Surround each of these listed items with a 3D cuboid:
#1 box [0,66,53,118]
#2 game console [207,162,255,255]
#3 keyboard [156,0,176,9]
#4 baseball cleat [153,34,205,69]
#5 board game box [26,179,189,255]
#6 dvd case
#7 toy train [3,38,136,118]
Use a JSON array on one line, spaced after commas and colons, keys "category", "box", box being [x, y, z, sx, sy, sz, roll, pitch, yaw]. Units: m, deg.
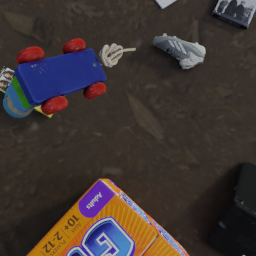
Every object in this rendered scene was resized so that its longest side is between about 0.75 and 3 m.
[{"category": "box", "box": [-2.808, -0.997, 7.830, 1.779, 0.446, 0.670, 29, 81, 5]}, {"category": "game console", "box": [3.603, 2.493, 7.305, 2.434, 1.416, 2.140, 29, 111, 6]}, {"category": "keyboard", "box": [1.717, -4.415, 8.655, 2.026, 0.108, 0.570, -34, 86, -6]}, {"category": "baseball cleat", "box": [1.434, -2.159, 8.003, 1.542, 0.538, 0.821, 11, 80, 3]}, {"category": "board game box", "box": [-0.435, 3.038, 5.876, 2.812, 2.814, 2.811, 42, 82, 7]}, {"category": "dvd case", "box": [3.363, -3.853, 8.491, 1.130, 0.186, 1.504, 25, 80, 5]}, {"category": "toy train", "box": [-0.977, -0.852, 4.894, 2.272, 1.315, 0.962, -29, 96, -42]}]
